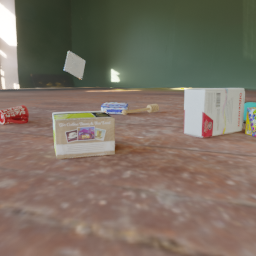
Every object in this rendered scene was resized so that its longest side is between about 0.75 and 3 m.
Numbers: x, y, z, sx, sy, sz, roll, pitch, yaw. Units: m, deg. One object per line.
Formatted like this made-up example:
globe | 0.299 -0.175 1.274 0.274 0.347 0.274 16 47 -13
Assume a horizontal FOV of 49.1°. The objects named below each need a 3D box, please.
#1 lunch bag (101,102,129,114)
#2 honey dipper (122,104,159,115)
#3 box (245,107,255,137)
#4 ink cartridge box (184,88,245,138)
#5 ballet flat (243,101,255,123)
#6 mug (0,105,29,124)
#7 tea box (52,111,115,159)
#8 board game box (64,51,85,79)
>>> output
lunch bag | -0.665 -1.047 14.951 1.497 0.566 1.200 0 12 5
honey dipper | 0.641 -0.944 14.846 2.385 0.453 0.453 -11 15 -36
box | 4.978 -0.162 9.116 1.538 0.938 1.481 -5 12 -21
ink cartridge box | 2.999 -0.590 9.693 2.144 1.562 0.888 -6 11 -35
ballet flat | 4.845 -0.669 11.997 2.798 0.951 0.957 6 3 27
mug | -4.810 -0.541 11.847 0.958 0.720 1.080 6 15 39
tea box | -1.214 0.119 7.437 1.469 0.982 1.445 -3 11 -16
board game box | -2.388 -2.797 12.543 0.127 0.982 0.982 -11 -25 41
